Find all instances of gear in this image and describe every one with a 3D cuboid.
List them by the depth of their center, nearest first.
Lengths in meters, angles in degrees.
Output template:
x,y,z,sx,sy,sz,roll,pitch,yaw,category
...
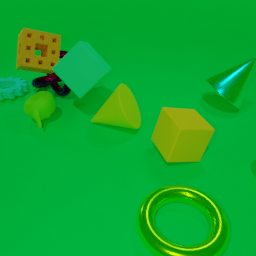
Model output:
x,y,z,sx,sy,sz,roll,pitch,yaw,category
-4.612,-1.514,10.577,1.582,0.293,1.582,1,30,0,gear

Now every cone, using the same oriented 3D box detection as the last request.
x,y,z,sx,sy,sz,roll,pitch,yaw,category
-0.553,-0.435,8.638,1.433,1.427,1.427,-19,30,21,cone
3.713,-1.739,9.379,1.561,1.567,1.561,33,22,-15,cone

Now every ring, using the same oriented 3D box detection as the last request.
x,y,z,sx,sy,sz,roll,pitch,yaw,category
1.106,1.919,5.743,1.885,0.377,1.885,0,35,0,ring

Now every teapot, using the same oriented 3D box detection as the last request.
x,y,z,sx,sy,sz,roll,pitch,yaw,category
-2.747,-0.625,8.876,1.007,0.793,1.620,-22,33,12,teapot

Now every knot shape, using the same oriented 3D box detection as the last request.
x,y,z,sx,sy,sz,roll,pitch,yaw,category
-2.558,-2.139,10.563,2.014,0.931,1.885,4,58,32,knot shape

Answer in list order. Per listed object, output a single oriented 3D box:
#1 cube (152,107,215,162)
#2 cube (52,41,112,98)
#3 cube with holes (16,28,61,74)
x,y,z,sx,sy,sz,roll,pitch,yaw,category
1.412,0.177,7.425,1.052,1.052,1.052,2,32,-24,cube
-1.381,-1.834,8.738,1.207,1.207,1.207,-41,11,12,cube
-3.039,-2.535,9.453,1.169,1.169,1.169,3,3,-29,cube with holes
